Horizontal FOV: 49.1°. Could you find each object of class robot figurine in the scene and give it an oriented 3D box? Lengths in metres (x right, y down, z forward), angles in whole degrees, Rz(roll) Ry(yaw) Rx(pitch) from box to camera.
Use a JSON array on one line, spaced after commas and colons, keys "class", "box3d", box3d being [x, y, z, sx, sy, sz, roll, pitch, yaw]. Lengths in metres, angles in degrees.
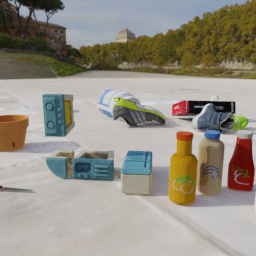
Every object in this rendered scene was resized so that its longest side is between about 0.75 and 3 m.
[{"class": "robot figurine", "box3d": [4.335, -0.207, 11.023, 0.850, 0.492, 0.746, -10, 34, -21]}]

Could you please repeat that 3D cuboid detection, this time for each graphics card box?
[{"class": "graphics card box", "box3d": [3.389, -0.864, 12.723, 2.463, 0.626, 1.545, 1, -3, -8]}]

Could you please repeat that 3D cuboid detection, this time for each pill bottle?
[{"class": "pill bottle", "box3d": [-0.412, -1.069, 12.990, 1.333, 1.333, 2.375, -7, 16, -29]}]

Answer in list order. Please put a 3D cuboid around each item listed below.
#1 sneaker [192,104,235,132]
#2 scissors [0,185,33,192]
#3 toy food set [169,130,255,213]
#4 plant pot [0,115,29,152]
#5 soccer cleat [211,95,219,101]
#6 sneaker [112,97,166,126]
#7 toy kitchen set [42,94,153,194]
[{"class": "sneaker", "box3d": [3.516, -0.424, 10.908, 1.407, 0.740, 1.947, 0, 26, 36]}, {"class": "scissors", "box3d": [-2.608, 1.258, 5.699, 1.344, 0.094, 0.492, 7, 12, 23]}, {"class": "toy food set", "box3d": [2.303, 0.740, 5.115, 2.939, 1.323, 1.403, 5, 14, 20]}, {"class": "plant pot", "box3d": [-3.694, 0.152, 8.543, 1.335, 0.934, 1.335, 1, 13, 0]}, {"class": "soccer cleat", "box3d": [5.251, -1.644, 16.941, 0.589, 0.659, 1.700, 3, 14, 12]}, {"class": "sneaker", "box3d": [0.424, -0.496, 11.616, 2.430, 0.984, 0.898, 16, 2, -15]}, {"class": "toy kitchen set", "box3d": [-0.653, 0.226, 6.050, 2.375, 1.903, 1.399, 1, 12, 5]}]
